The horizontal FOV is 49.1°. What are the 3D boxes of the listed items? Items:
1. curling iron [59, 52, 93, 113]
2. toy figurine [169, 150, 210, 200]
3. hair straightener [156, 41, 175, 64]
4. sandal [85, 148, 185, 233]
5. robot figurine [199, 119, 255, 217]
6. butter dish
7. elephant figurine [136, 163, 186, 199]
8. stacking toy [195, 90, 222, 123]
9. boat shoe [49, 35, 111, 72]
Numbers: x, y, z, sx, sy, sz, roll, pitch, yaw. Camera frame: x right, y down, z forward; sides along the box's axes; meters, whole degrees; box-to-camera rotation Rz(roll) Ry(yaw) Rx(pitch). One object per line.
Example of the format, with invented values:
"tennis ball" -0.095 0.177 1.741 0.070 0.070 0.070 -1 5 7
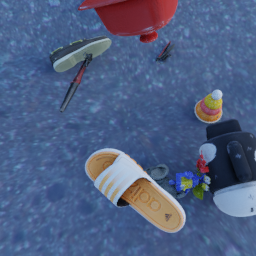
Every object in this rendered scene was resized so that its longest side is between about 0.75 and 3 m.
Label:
"curling iron" -1.598 -1.431 8.485 0.275 0.533 2.151 23 73 2
"toy figurine" 1.814 1.587 8.711 1.121 1.871 0.987 -9 54 2
"hair straightener" 1.617 -3.112 11.742 0.474 0.252 1.233 34 69 15
"sandal" 0.130 1.464 6.581 2.799 0.802 1.072 34 98 12
"robot figurine" 3.233 1.188 8.454 2.132 1.771 2.838 8 61 -35
"butter dish" 0.419 -3.759 8.905 2.891 2.143 2.899 -1 40 28
"elephant figurine" 0.959 1.667 9.149 1.194 1.089 1.539 16 45 -23
"stacking toy" 3.026 -0.881 10.049 1.032 1.413 1.032 0 65 0
"boat shoe" -1.951 -3.210 11.415 2.582 0.920 0.777 -28 72 -10
